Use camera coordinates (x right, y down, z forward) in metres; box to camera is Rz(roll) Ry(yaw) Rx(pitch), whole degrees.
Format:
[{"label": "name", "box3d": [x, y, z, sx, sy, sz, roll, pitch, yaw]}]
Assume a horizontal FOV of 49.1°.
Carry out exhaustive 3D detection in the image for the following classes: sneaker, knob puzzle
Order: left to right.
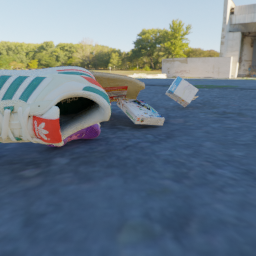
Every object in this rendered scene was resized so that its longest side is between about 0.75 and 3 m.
[{"label": "sneaker", "box3d": [-1.639, -0.246, 4.277, 2.956, 1.041, 1.382, -14, 33, -24]}, {"label": "sneaker", "box3d": [-1.375, 0.073, 5.913, 1.792, 0.721, 0.792, 12, 46, -36]}, {"label": "knob puzzle", "box3d": [-0.952, -1.260, 8.254, 3.219, 0.446, 3.219, -5, -7, -1]}]

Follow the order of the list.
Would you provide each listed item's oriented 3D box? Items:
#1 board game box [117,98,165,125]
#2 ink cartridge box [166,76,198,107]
[{"label": "board game box", "box3d": [0.330, -0.493, 8.086, 0.885, 0.243, 1.403, 4, 24, -27]}, {"label": "ink cartridge box", "box3d": [2.241, -1.426, 11.388, 1.139, 0.713, 0.732, 35, -8, 1]}]
